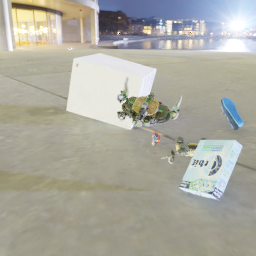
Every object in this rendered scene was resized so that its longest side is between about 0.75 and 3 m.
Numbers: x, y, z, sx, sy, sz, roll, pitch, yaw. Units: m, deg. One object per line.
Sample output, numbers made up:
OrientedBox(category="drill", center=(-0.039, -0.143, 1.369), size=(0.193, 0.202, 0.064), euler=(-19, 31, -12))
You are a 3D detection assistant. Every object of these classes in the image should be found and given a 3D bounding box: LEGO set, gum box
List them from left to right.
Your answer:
OrientedBox(category="LEGO set", center=(0.539, -0.137, 6.124), size=(1.639, 0.715, 2.524), euler=(-4, 46, -13))
OrientedBox(category="gum box", center=(1.313, 0.638, 4.531), size=(0.209, 0.939, 0.798), euler=(34, -16, -21))

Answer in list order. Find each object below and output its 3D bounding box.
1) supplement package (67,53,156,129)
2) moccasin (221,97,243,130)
OrientedBox(category="supplement package", center=(-0.442, -1.247, 8.733), size=(2.066, 1.589, 2.161), euler=(17, 22, 9))
OrientedBox(category="moccasin", center=(2.793, -0.394, 7.747), size=(0.414, 0.351, 1.029), euler=(2, 53, -14))
